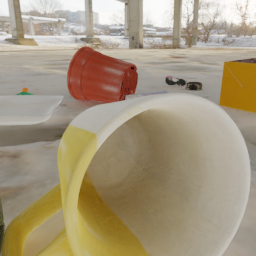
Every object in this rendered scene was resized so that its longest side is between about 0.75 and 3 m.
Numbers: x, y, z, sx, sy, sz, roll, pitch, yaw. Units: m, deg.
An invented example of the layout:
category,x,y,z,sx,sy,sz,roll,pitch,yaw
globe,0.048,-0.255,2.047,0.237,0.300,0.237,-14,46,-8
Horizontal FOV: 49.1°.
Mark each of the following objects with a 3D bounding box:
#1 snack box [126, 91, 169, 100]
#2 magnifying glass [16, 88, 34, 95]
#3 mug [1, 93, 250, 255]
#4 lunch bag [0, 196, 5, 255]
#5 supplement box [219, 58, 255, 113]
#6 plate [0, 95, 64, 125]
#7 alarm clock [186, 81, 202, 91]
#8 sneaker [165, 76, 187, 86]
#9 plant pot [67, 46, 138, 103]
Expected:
category,x,y,z,sx,sy,sz,roll,pitch,yaw
snack box,0.812,-1.146,10.532,1.718,0.209,0.617,-9,27,-19
magnifying glass,-4.583,-1.481,12.382,0.865,0.243,2.174,-6,19,-16
mug,-0.229,0.569,3.778,2.744,2.198,2.253,-2,10,-24
lunch bag,-2.208,1.393,2.700,1.651,1.184,2.013,-3,26,-16
supplement box,5.330,-1.648,10.605,2.555,1.696,2.520,-17,25,-40
plate,-3.796,-0.619,9.531,2.847,0.460,2.841,-1,18,-3
alarm clock,3.368,-2.151,14.138,0.773,0.382,1.146,7,17,21
sneaker,2.594,-2.470,15.015,1.235,0.496,0.533,22,19,28
plant pot,-0.890,-1.930,11.127,2.153,2.214,2.214,17,24,21
